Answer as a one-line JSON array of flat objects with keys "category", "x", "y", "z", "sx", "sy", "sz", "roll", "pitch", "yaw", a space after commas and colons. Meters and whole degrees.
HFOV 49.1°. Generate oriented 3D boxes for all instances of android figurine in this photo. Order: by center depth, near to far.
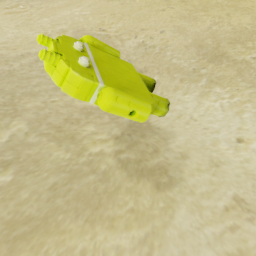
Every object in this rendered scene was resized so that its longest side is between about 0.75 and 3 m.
[{"category": "android figurine", "x": -0.478, "y": -1.121, "z": 5.915, "sx": 2.956, "sy": 0.607, "sz": 2.691, "roll": 19, "pitch": 31, "yaw": -31}]
